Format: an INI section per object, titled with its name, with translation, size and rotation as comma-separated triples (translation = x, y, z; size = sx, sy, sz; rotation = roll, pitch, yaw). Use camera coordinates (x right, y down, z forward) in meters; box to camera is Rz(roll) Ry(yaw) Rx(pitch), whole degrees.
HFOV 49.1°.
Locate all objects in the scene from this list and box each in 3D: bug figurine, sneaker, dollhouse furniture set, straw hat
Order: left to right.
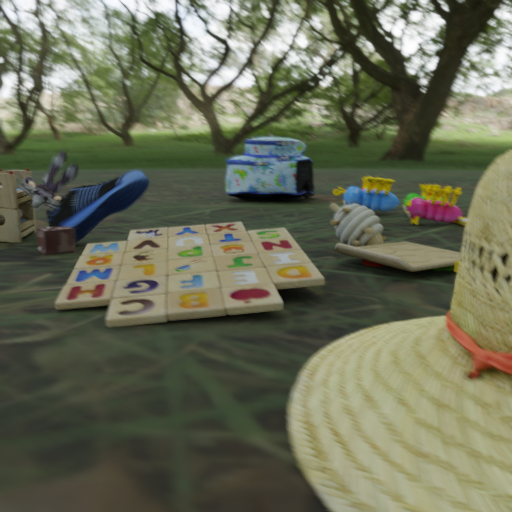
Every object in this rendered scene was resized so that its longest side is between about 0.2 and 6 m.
[dollhouse furniture set]
translation = -5.630, -1.024, 11.211
size = 1.955, 1.370, 1.378
rotation = -2, 11, -8
[sneaker]
translation = -3.033, -1.086, 10.555
size = 2.041, 0.795, 0.716
rotation = -34, -22, -2
[bug figurine]
translation = 3.532, -1.390, 14.131
size = 3.062, 1.016, 3.949
rotation = 8, 8, 10
[straw hat]
translation = 2.293, 0.186, 3.568
size = 4.566, 1.932, 4.566
rotation = 1, 11, 0

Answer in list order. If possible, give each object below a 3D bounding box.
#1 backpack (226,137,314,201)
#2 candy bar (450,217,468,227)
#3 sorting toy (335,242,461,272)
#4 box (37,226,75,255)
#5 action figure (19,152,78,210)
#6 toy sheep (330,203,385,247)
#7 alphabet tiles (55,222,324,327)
[backpack]
translation = 0.449, -2.992, 19.368
size = 2.935, 2.157, 2.686
rotation = -1, 8, 11
[candy bar]
translation = 4.885, -0.822, 13.349
size = 0.384, 0.170, 1.539
rotation = -5, 12, -8
[sorting toy]
translation = 2.529, 0.105, 8.373
size = 1.736, 0.312, 2.331
rotation = -1, 10, -30
[box]
translation = -3.504, -0.271, 9.814
size = 0.529, 0.434, 0.439
rotation = -7, 13, -34
[action figure]
translation = -4.098, -1.390, 11.204
size = 0.526, 0.987, 1.517
rotation = -34, 26, 37
[toy sheep]
translation = 1.738, -0.522, 9.770
size = 0.842, 0.842, 1.222
rotation = -13, 57, -50
[alphabet tiles]
translation = -0.886, 0.074, 7.582
size = 3.097, 0.118, 3.722
rotation = -4, 18, -7
